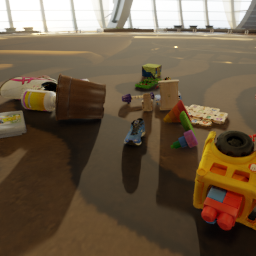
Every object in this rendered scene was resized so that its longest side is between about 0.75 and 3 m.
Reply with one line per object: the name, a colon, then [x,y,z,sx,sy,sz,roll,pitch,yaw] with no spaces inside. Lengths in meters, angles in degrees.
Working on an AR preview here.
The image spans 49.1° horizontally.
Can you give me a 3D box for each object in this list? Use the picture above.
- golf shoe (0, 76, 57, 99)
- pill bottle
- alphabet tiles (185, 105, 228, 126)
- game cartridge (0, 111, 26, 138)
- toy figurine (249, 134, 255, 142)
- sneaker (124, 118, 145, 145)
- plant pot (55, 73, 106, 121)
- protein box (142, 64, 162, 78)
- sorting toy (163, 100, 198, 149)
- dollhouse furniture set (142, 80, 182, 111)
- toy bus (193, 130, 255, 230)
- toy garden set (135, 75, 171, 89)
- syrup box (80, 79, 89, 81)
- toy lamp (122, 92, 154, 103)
golf shoe: [-4.803,-2.008,13.897,2.896,1.051,1.334,-18,30,-35]
pill bottle: [-3.729,-1.197,12.286,1.696,0.884,0.884,6,25,15]
alphabet tiles: [3.040,-0.600,11.831,2.157,0.157,2.109,13,27,26]
game cartridge: [-4.605,-0.172,10.653,1.287,0.391,1.931,-13,27,-19]
toy figurine: [3.641,0.450,8.768,1.532,0.808,0.918,-5,19,-13]
sneaker: [0.234,0.089,9.633,0.605,0.687,1.541,5,25,11]
plant pot: [-1.856,-1.141,11.239,1.858,1.877,1.877,5,23,-7]
protein box: [1.547,-3.750,18.283,0.978,0.664,0.985,12,27,26]
sorting toy: [1.780,-0.044,10.103,1.005,1.012,2.919,-25,22,16]
dollhouse furniture set: [1.529,-1.667,12.782,1.793,1.240,1.900,-3,20,6]
toy bus: [2.522,1.358,5.982,2.326,1.578,2.233,15,41,24]
toy garden set: [1.555,-2.714,16.298,1.616,0.387,1.938,12,27,25]
syrup box: [-2.142,-1.866,13.943,0.768,0.743,1.887,-9,25,-19]
toy lamp: [0.476,-1.462,13.440,1.562,0.455,0.455,-7,25,-16]
